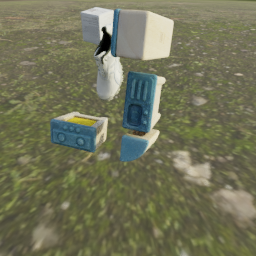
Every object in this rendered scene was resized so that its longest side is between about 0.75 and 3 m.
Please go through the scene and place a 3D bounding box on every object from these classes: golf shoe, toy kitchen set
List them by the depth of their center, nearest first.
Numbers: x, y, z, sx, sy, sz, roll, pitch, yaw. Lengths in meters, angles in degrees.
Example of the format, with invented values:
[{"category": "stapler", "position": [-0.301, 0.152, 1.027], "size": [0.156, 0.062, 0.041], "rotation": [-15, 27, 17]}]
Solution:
[{"category": "toy kitchen set", "position": [-0.408, -0.573, 4.048], "size": [1.655, 2.066, 1.217], "rotation": [12, 18, 19]}, {"category": "golf shoe", "position": [-0.564, -1.584, 6.850], "size": [0.778, 1.986, 0.966], "rotation": [30, 27, 31]}]

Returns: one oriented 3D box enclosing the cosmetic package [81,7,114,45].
[{"category": "cosmetic package", "position": [-0.842, -2.887, 7.917], "size": [0.672, 0.808, 0.676], "rotation": [22, 43, 27]}]
